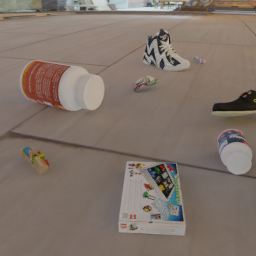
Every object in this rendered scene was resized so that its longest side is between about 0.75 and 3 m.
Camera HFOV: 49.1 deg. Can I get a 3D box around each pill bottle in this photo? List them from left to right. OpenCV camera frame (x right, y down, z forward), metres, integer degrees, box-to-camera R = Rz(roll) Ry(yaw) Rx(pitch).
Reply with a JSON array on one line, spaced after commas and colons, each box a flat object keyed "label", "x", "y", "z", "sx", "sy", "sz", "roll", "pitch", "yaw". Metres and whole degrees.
[{"label": "pill bottle", "x": -2.153, "y": -1.378, "z": 9.268, "sx": 2.603, "sy": 1.460, "sz": 1.460, "roll": 15, "pitch": 31, "yaw": 26}, {"label": "pill bottle", "x": 2.435, "y": 0.538, "z": 6.373, "sx": 0.668, "sy": 0.668, "sz": 1.117, "roll": 5, "pitch": 26, "yaw": 9}]

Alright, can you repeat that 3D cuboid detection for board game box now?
[{"label": "board game box", "x": 0.459, "y": 1.261, "z": 5.415, "sx": 1.118, "sy": 0.306, "sz": 1.771, "roll": 2, "pitch": 28, "yaw": 4}]

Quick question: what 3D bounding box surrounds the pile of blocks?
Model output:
[{"label": "pile of blocks", "x": -2.124, "y": 0.629, "z": 6.478, "sx": 0.349, "sy": 0.460, "sz": 1.122, "roll": -23, "pitch": 35, "yaw": -37}]

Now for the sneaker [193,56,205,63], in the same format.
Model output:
[{"label": "sneaker", "x": 3.801, "y": -3.621, "z": 14.913, "sx": 0.456, "sy": 0.290, "sz": 0.800, "roll": -6, "pitch": 35, "yaw": -24}]

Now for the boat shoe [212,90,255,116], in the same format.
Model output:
[{"label": "boat shoe", "x": 3.653, "y": -0.752, "z": 8.503, "sx": 2.444, "sy": 0.766, "sz": 0.894, "roll": -6, "pitch": 1, "yaw": -11}]

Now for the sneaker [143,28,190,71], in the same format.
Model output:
[{"label": "sneaker", "x": 1.882, "y": -3.909, "z": 13.774, "sx": 1.097, "sy": 1.788, "sz": 2.747, "roll": -20, "pitch": 34, "yaw": -32}]

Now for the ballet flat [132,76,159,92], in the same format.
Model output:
[{"label": "ballet flat", "x": 0.688, "y": -1.789, "z": 10.911, "sx": 1.168, "sy": 0.415, "sz": 0.404, "roll": -23, "pitch": 22, "yaw": -15}]
